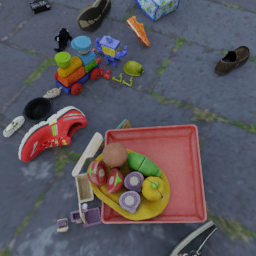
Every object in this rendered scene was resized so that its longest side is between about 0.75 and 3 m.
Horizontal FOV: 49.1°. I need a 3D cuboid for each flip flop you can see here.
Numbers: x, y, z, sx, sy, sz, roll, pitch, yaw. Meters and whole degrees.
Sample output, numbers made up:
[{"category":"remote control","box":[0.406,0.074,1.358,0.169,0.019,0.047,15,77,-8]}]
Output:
[{"category":"flip flop","box":[-1.599,-5.252,12.749,0.723,1.018,2.512,10,54,27]}]

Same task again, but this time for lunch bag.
[{"category":"lunch bag","box":[1.269,-6.193,13.118,1.625,1.218,1.911,-35,76,-21]}]

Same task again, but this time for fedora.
[{"category":"fedora","box":[-3.108,-0.530,9.855,1.125,0.514,1.125,0,57,0]}]

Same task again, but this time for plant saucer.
[{"category":"plant saucer","box":[0.708,1.351,8.266,2.841,0.522,2.846,-4,63,9]}]

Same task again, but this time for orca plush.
[{"category":"orca plush","box":[-2.888,-3.895,12.055,0.763,0.515,1.450,14,58,9]}]

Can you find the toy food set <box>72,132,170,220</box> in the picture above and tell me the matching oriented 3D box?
[{"category":"toy food set","box":[-0.175,1.248,7.753,2.957,0.966,1.740,31,66,14]}]

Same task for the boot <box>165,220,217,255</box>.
[{"category":"boot","box":[1.737,3.754,6.839,2.553,0.922,1.928,-38,67,-16]}]

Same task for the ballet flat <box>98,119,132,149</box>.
[{"category":"ballet flat","box":[-0.412,0.348,9.345,1.567,0.531,0.567,-40,88,-26]}]

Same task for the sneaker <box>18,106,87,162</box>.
[{"category":"sneaker","box":[-2.377,0.263,9.105,1.073,0.973,2.527,39,65,17]}]

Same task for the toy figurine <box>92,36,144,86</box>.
[{"category":"toy figurine","box":[-0.610,-2.817,10.803,2.400,1.438,1.266,26,61,17]}]

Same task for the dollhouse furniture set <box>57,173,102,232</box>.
[{"category":"dollhouse furniture set","box":[-1.499,1.932,7.891,1.231,1.103,1.554,-11,57,-7]}]

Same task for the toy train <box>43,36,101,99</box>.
[{"category":"toy train","box":[-2.296,-2.006,10.129,1.192,1.629,2.815,38,65,21]}]

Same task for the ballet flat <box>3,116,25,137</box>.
[{"category":"ballet flat","box":[-3.937,-0.094,9.694,0.348,0.348,0.970,23,59,14]}]

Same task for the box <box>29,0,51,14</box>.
[{"category":"box","box":[-4.226,-5.879,13.465,0.842,0.332,0.594,-24,63,-14]}]

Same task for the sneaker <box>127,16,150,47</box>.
[{"category":"sneaker","box":[0.538,-4.079,11.840,0.541,0.512,1.402,-38,106,-2]}]

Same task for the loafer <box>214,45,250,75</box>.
[{"category":"loafer","box":[4.298,-2.816,11.245,1.925,0.687,0.703,-38,65,-22]}]
